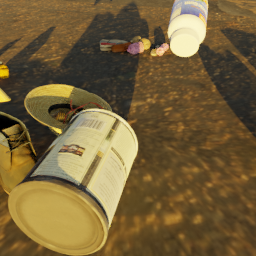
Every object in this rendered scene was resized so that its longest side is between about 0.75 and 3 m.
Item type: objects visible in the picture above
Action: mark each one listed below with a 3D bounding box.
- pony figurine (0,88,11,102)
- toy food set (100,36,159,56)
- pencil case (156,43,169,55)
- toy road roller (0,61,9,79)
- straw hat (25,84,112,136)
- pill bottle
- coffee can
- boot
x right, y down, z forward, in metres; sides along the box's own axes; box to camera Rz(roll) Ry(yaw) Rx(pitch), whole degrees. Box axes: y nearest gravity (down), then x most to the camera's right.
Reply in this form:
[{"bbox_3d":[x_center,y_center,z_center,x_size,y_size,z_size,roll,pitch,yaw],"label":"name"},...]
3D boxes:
[{"bbox_3d":[-3.441,-1.528,4.953,2.336,2.420,2.016,-7,12,2],"label":"pony figurine"},{"bbox_3d":[-0.053,-3.855,12.898,2.903,0.457,1.845,6,33,10],"label":"toy food set"},{"bbox_3d":[1.547,-3.514,12.485,0.362,0.347,0.838,14,34,16],"label":"pencil case"},{"bbox_3d":[-4.655,-1.998,10.023,0.595,0.501,0.816,29,41,20],"label":"toy road roller"},{"bbox_3d":[-1.472,-0.193,6.865,2.049,0.867,2.049,12,36,-9],"label":"straw hat"},{"bbox_3d":[1.477,-2.554,6.914,0.904,0.904,1.613,7,57,10],"label":"pill bottle"},{"bbox_3d":[-0.760,0.792,4.750,1.494,1.494,2.042,8,33,12],"label":"coffee can"},{"bbox_3d":[-2.214,0.539,5.492,2.314,1.122,0.864,28,42,36],"label":"boot"}]
